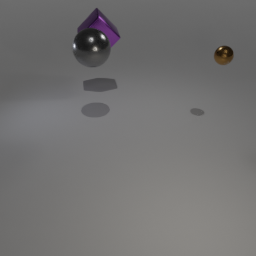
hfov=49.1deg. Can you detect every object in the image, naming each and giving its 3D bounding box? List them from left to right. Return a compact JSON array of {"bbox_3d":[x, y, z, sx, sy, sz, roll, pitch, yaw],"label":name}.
[{"bbox_3d":[-1.327,-2.922,10.236,1.400,1.400,1.400,0,31,0],"label":"ball"},{"bbox_3d":[-1.390,-4.432,13.096,1.400,1.400,1.400,-40,34,19],"label":"cube"},{"bbox_3d":[3.509,-2.660,10.264,0.700,0.700,0.700,0,31,0],"label":"ball"}]
